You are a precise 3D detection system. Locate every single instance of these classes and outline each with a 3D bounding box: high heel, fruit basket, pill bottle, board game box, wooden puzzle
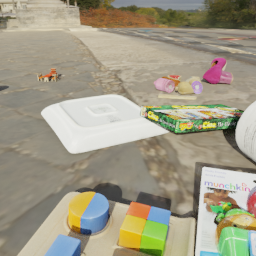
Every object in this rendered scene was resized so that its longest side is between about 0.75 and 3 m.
[{"bbox_3d":[3.586,-2.554,11.939,1.194,0.837,2.483,10,26,-3],"label":"high heel"},{"bbox_3d":[1.621,1.125,3.183,1.611,0.815,1.739,7,44,15],"label":"fruit basket"},{"bbox_3d":[2.945,0.392,4.514,1.324,1.324,2.316,-5,23,-12],"label":"pill bottle"},{"bbox_3d":[1.801,-0.290,6.778,2.718,0.319,1.424,-4,16,-31],"label":"board game box"},{"bbox_3d":[-0.280,1.402,3.267,2.036,0.471,1.886,6,24,15],"label":"wooden puzzle"}]

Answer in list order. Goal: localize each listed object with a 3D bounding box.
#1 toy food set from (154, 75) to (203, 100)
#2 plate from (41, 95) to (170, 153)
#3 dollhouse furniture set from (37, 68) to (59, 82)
[{"bbox_3d":[1.898,-1.728,10.594,1.798,0.445,2.828,4,24,9],"label":"toy food set"},{"bbox_3d":[-0.662,-0.321,7.238,2.601,0.421,2.607,-11,28,-27],"label":"plate"},{"bbox_3d":[-3.306,-2.242,11.839,0.807,0.416,0.799,4,24,9],"label":"dollhouse furniture set"}]
